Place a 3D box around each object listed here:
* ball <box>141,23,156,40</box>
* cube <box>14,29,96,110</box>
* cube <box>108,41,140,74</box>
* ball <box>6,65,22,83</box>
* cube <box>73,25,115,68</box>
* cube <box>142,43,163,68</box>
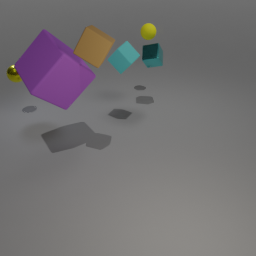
[{"bbox_3d":[0.904,-4.266,12.409,0.700,0.700,0.700,0,30,0],"label":"ball"},{"bbox_3d":[-2.085,-1.631,8.041,1.400,1.400,1.400,51,13,31],"label":"cube"},{"bbox_3d":[-0.147,-2.486,9.891,0.700,0.700,0.700,-33,14,47],"label":"cube"},{"bbox_3d":[-4.473,-2.166,11.176,0.700,0.700,0.700,0,30,0],"label":"ball"},{"bbox_3d":[-0.812,-1.997,6.837,0.700,0.700,0.700,30,23,-9],"label":"cube"},{"bbox_3d":[1.031,-3.003,11.642,0.700,0.700,0.700,-3,-16,22],"label":"cube"}]
